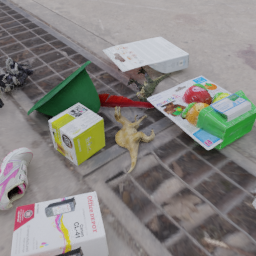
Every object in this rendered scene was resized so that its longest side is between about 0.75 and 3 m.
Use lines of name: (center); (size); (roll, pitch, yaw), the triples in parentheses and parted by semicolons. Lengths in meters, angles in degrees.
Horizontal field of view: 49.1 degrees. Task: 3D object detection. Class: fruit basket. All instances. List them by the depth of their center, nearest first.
fruit basket: (2.378, -0.720, 8.578); (2.532, 1.281, 2.734); (-24, 53, -24)

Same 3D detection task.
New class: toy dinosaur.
toy dinosaur: (0.204, 0.310, 8.197); (1.127, 0.649, 2.229); (-17, 57, 0)
toy dinosaur: (0.662, -1.685, 10.310); (1.039, 0.560, 2.359); (33, 47, 10)

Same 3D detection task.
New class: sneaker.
sneaker: (-2.799, 1.293, 6.939); (0.809, 0.746, 1.835); (15, 50, 10)

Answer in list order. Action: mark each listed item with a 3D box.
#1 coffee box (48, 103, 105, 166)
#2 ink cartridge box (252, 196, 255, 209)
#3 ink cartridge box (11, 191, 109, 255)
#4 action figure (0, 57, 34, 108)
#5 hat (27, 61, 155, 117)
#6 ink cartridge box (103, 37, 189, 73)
coffee box: (-1.394, 0.166, 7.834); (1.073, 1.083, 1.085); (32, 51, 30)
ink cartridge box: (4.394, 2.184, 6.054); (2.295, 0.546, 2.322); (-11, 42, -12)
ink cartridge box: (-1.387, 2.145, 5.796); (1.759, 0.753, 1.299); (-11, 34, -10)
action figure: (-4.421, -1.845, 9.913); (1.571, 1.349, 2.643); (1, 43, 17)
hat: (-1.262, -0.442, 9.068); (2.994, 2.636, 2.480); (-29, 20, 32)
ink cartridge box: (0.676, -2.823, 11.381); (2.833, 0.670, 2.268); (-18, 41, -16)
